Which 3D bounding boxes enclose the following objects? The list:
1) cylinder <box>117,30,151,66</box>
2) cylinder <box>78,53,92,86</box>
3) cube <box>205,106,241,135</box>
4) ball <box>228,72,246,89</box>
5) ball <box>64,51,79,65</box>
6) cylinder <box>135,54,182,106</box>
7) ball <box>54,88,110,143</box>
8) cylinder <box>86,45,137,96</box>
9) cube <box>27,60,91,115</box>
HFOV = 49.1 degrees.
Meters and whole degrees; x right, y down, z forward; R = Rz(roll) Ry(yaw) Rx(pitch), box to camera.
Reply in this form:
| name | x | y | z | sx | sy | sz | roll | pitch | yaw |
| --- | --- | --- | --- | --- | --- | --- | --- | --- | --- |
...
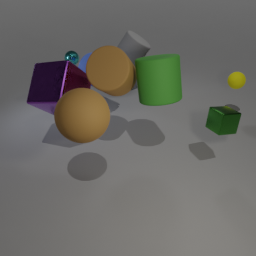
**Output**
| name | x | y | z | sx | sy | sz | roll | pitch | yaw |
| --- | --- | --- | --- | --- | --- | --- | --- | --- | --- |
| cylinder | 0.179 | -3.832 | 13.876 | 1.400 | 1.400 | 1.400 | 29 | 27 | -17 |
| cylinder | -1.161 | -2.389 | 11.911 | 1.400 | 1.400 | 1.400 | 26 | 40 | 38 |
| cube | 2.972 | -0.241 | 8.774 | 0.700 | 0.700 | 0.700 | -4 | 25 | -22 |
| ball | 4.442 | -1.944 | 11.457 | 0.700 | 0.700 | 0.700 | 0 | 31 | 0 |
| ball | -2.678 | -3.330 | 13.347 | 0.700 | 0.700 | 0.700 | 0 | 31 | 0 |
| cylinder | 0.982 | -1.555 | 8.921 | 1.400 | 1.400 | 1.400 | -7 | 19 | 2 |
| ball | -1.155 | -0.313 | 7.117 | 1.400 | 1.400 | 1.400 | 0 | 31 | 0 |
| cylinder | -0.500 | -1.806 | 9.141 | 1.400 | 1.400 | 1.400 | 7 | 1 | 11 |
| cube | -2.224 | -1.263 | 9.268 | 1.400 | 1.400 | 1.400 | 2 | -13 | 26 |
